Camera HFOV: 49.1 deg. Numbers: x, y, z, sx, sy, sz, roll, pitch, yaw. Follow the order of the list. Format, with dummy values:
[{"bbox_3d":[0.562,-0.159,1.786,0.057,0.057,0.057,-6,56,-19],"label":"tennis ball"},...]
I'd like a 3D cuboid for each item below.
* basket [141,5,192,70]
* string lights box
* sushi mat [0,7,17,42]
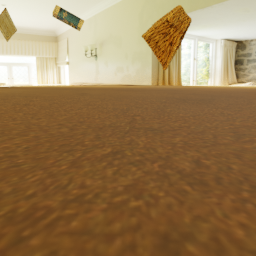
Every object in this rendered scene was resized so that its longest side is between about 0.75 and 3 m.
[{"bbox_3d":[1.705,-3.367,10.183,1.468,1.532,2.057,-26,20,36],"label":"basket"},{"bbox_3d":[-1.793,-3.296,8.424,0.917,0.270,0.471,25,-1,-16],"label":"string lights box"},{"bbox_3d":[-3.350,-2.825,7.717,0.062,0.493,1.030,33,-15,3],"label":"sushi mat"}]
